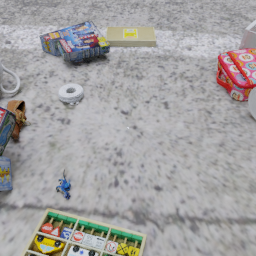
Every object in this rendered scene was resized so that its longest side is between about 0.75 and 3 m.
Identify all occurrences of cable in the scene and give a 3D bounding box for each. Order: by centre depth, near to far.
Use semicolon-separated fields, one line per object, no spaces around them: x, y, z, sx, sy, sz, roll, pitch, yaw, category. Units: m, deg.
-2.379;-1.448;11.677;1.060;0.367;1.060;15;46;15;cable

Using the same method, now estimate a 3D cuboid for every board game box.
-4.507;0.598;8.411;2.843;0.877;2.845;24;85;11;board game box
-2.777;-4.215;14.161;2.974;0.918;2.976;-17;47;-15;board game box

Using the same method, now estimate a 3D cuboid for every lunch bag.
4.974;-2.331;12.148;2.346;1.091;2.664;-9;47;-2;lunch bag

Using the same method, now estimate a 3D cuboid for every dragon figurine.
-1.870;1.717;8.448;0.479;0.284;0.964;5;45;5;dragon figurine

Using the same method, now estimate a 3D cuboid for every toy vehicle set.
-1.102;3.143;6.899;2.823;0.374;1.754;11;45;11;toy vehicle set
0.138;-5.049;15.425;2.727;0.362;1.695;1;44;1;toy vehicle set

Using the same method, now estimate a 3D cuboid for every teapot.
-6.024;-1.879;11.165;2.418;2.386;1.766;-22;81;9;teapot

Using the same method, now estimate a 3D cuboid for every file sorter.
6.596;-4.037;13.301;1.699;1.893;2.729;31;53;25;file sorter

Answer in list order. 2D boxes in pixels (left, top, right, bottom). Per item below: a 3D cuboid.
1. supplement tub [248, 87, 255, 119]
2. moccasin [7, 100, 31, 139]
5.907;-1.098;10.361;2.333;1.696;1.696;-15;46;-15;supplement tub
-4.078;-0.365;10.364;0.782;0.741;2.025;-15;36;-4;moccasin
